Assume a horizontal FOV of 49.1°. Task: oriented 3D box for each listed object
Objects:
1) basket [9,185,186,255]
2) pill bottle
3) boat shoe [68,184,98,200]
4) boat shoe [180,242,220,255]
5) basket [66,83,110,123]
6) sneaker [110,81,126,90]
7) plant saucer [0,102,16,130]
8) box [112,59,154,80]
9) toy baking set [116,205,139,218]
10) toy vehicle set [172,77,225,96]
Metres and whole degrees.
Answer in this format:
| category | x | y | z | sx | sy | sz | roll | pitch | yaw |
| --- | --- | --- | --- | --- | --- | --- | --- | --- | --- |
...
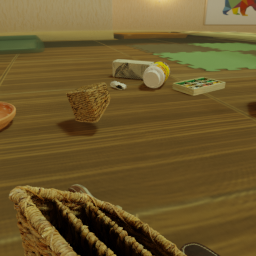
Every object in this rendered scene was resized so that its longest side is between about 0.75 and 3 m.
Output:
| category | x | y | z | sx | sy | sz | roll | pitch | yaw |
| --- | --- | --- | --- | --- | --- | --- | --- | --- | --- |
| basket | -0.109 | 1.448 | 3.078 | 1.503 | 1.569 | 2.106 | -19 | 29 | -37 |
| pill bottle | 1.286 | -2.419 | 12.808 | 0.988 | 0.988 | 1.808 | 8 | 25 | 18 |
| boat shoe | -0.816 | 1.306 | 4.961 | 0.341 | 0.359 | 0.949 | -22 | 30 | -38 |
| boat shoe | 1.248 | 1.910 | 3.155 | 0.673 | 0.672 | 1.911 | -14 | 25 | -25 |
| basket | -1.067 | -0.768 | 8.323 | 0.923 | 0.964 | 1.294 | -29 | 19 | -34 |
| sneaker | -0.481 | -1.894 | 12.459 | 0.832 | 0.304 | 0.295 | 14 | 23 | 29 |
| plant saucer | -4.639 | -0.261 | 8.489 | 2.367 | 0.443 | 2.367 | -1 | 23 | 0 |
| box | 0.259 | -3.015 | 14.414 | 2.061 | 0.847 | 0.705 | 9 | 25 | 23 |
| toy baking set | -0.116 | 1.550 | 4.700 | 0.613 | 0.093 | 0.799 | 6 | 24 | 13 |
| toy vehicle set | 3.156 | -1.890 | 12.487 | 2.078 | 0.276 | 1.291 | -16 | 28 | -33 |
